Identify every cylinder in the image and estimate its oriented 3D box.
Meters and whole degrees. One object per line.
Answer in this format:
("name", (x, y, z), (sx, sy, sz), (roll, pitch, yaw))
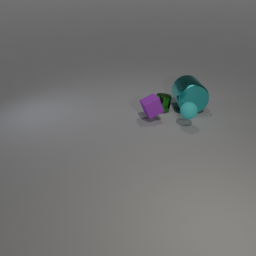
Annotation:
("cylinder", (2.829, -1.558, 12.877), (1.400, 1.400, 1.400), (-2, 29, -4))
("cylinder", (1.603, -1.179, 12.828), (0.700, 0.700, 0.700), (6, 23, -2))

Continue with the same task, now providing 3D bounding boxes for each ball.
("ball", (2.458, -0.696, 11.337), (0.700, 0.700, 0.700), (0, 29, 0))

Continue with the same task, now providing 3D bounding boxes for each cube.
("cube", (1.005, -0.937, 11.895), (0.700, 0.700, 0.700), (-27, 29, -3))
